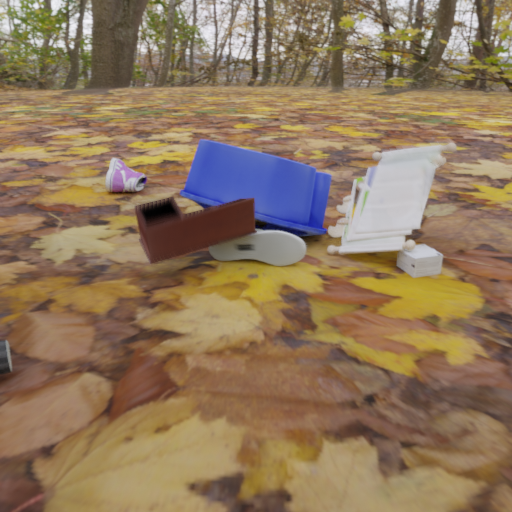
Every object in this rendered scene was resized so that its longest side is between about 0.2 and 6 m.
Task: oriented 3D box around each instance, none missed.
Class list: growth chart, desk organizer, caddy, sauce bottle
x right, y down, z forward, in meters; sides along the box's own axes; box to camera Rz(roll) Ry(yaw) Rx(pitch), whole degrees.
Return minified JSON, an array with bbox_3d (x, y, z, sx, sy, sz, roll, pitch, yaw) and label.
[{"bbox_3d":[2.724,-1.205,11.678,2.137,0.262,2.954,5,59,40],"label":"growth chart"},{"bbox_3d":[-1.108,-0.672,10.454,2.143,0.825,0.769,-17,43,-18],"label":"desk organizer"},{"bbox_3d":[-0.003,-1.333,12.564,3.497,1.836,2.472,18,8,24],"label":"caddy"},{"bbox_3d":[-4.224,1.483,6.979,2.145,0.694,0.694,-10,24,-20],"label":"sauce bottle"}]

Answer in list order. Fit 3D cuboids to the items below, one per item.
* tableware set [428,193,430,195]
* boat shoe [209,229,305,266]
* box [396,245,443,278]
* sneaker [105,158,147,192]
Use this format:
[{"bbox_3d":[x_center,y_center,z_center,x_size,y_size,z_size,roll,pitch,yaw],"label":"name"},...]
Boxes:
[{"bbox_3d":[3.722,-1.852,15.637,1.540,0.467,2.330,17,27,36],"label":"tableware set"},{"bbox_3d":[0.050,-0.248,11.297,1.965,0.695,0.626,4,19,13],"label":"boat shoe"},{"bbox_3d":[3.157,0.092,10.841,0.629,0.411,0.625,-7,23,-17],"label":"box"},{"bbox_3d":[-3.833,-2.340,16.718,1.139,0.724,1.998,2,29,-11],"label":"sneaker"}]
